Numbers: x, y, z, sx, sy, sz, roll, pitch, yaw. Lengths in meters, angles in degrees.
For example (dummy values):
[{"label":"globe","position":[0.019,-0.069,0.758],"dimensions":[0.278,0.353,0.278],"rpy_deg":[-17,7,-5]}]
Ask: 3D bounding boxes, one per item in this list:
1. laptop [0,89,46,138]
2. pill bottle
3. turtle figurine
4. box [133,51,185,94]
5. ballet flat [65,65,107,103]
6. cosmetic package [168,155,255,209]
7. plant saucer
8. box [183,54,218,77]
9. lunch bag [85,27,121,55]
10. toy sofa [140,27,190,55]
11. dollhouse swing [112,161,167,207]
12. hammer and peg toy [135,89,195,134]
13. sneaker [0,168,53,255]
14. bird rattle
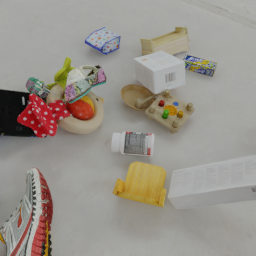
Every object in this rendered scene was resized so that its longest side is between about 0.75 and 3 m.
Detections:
[{"label":"laptop","position":[-4.221,-0.176,9.443],"dimensions":[2.426,1.253,2.150],"rpy_deg":[4,46,-31]},{"label":"pill bottle","position":[0.151,0.473,8.518],"dimensions":[1.243,0.708,0.708],"rpy_deg":[5,50,3]},{"label":"turtle figurine","position":[-2.780,-0.811,9.128],"dimensions":[1.054,1.567,2.093],"rpy_deg":[-27,41,-8]},{"label":"box","position":[1.121,-2.071,10.221],"dimensions":[1.265,0.883,1.661],"rpy_deg":[-19,34,-14]},{"label":"ballet flat","position":[-1.411,-1.520,8.907],"dimensions":[0.835,0.860,2.417],"rpy_deg":[-15,17,27]},{"label":"cosmetic package","position":[2.195,1.378,6.965],"dimensions":[2.310,0.585,0.954],"rpy_deg":[-17,33,33]},{"label":"plant saucer","position":[0.336,-1.034,9.927],"dimensions":[1.317,0.233,1.317],"rpy_deg":[10,46,-11]},{"label":"box","position":[2.832,-2.486,11.167],"dimensions":[1.310,0.421,0.459],"rpy_deg":[21,54,16]},{"label":"lunch bag","position":[-1.089,-3.647,11.937],"dimensions":[1.028,0.749,1.209],"rpy_deg":[34,50,25]},{"label":"toy sofa","position":[1.593,-3.562,11.921],"dimensions":[2.020,0.986,0.836],"rpy_deg":[-25,30,-19]},{"label":"dollhouse swing","position":[0.424,1.409,7.535],"dimensions":[1.292,1.174,1.136],"rpy_deg":[12,72,12]},{"label":"hammer and peg toy","position":[1.214,-0.737,9.455],"dimensions":[1.811,0.639,1.332],"rpy_deg":[34,58,17]},{"label":"sneaker","position":[-2.512,2.241,6.784],"dimensions":[1.187,1.125,2.890],"rpy_deg":[-6,50,-3]},{"label":"bird rattle","position":[-1.848,-0.769,8.876],"dimensions":[2.428,1.678,2.979],"rpy_deg":[25,35,-19]}]
